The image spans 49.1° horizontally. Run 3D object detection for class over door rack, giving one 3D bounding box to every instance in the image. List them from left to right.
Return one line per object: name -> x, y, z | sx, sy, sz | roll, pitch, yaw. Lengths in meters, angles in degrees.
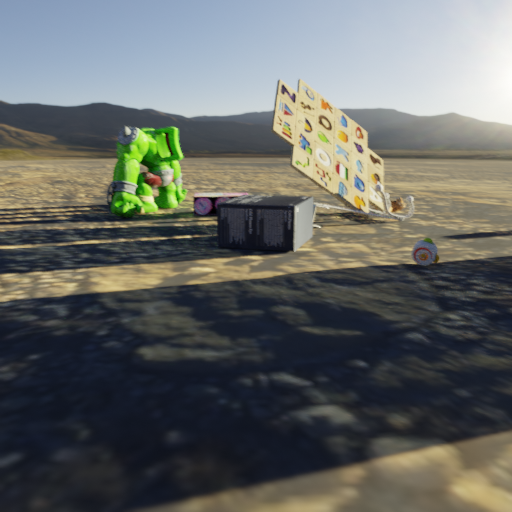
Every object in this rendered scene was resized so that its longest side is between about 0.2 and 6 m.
over door rack -> 1.997, -1.281, 13.033 | 2.690, 0.896, 1.987 | -5, 12, -22

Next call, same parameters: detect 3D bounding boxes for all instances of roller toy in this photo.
roller toy -> 2.554, -0.040, 8.501 | 0.358, 0.393, 0.275 | -26, 9, 34

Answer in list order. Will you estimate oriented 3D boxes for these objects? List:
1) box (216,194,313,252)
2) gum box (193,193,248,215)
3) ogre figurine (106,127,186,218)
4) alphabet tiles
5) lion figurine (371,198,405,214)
box -> 0.204, -0.633, 10.180 | 1.416, 0.810, 1.556 | 3, 13, 17
gum box -> -0.832, -1.298, 14.022 | 1.454, 0.481, 0.825 | -1, 11, -4
ogre figurine -> -2.731, -2.254, 14.568 | 1.758, 2.148, 3.583 | 10, 15, 35
alphabet tiles -> 1.740, -2.479, 12.809 | 3.507, 2.918, 0.111 | 30, -43, -28
lion figurine -> 3.328, -1.224, 14.224 | 0.606, 0.358, 0.989 | 22, 37, 33
